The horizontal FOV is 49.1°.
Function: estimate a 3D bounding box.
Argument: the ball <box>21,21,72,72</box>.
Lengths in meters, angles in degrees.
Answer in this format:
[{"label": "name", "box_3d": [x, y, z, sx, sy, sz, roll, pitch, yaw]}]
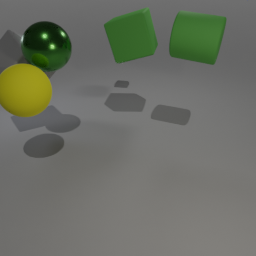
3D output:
[{"label": "ball", "box_3d": [-2.317, -2.312, 8.013, 1.400, 1.400, 1.400, 0, 29, 0]}]

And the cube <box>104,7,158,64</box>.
[{"label": "cube", "box_3d": [0.161, -3.274, 9.908, 1.400, 1.400, 1.400, -10, 27, 18]}]

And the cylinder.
[{"label": "cylinder", "box_3d": [2.129, -2.763, 8.587, 1.400, 1.400, 1.400, 16, 33, 16]}]

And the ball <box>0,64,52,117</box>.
[{"label": "ball", "box_3d": [-2.733, -0.985, 7.413, 1.400, 1.400, 1.400, 0, 29, 0]}]

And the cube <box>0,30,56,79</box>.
[{"label": "cube", "box_3d": [-3.553, -2.041, 9.231, 1.400, 1.400, 1.400, 48, 10, 30]}]
